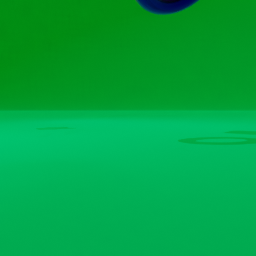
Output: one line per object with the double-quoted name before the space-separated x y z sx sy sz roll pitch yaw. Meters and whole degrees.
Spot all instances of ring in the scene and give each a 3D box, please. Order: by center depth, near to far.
"ring" 0.672 -2.055 3.538 1.396 0.279 1.396 -21 -25 -10
